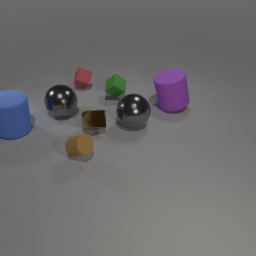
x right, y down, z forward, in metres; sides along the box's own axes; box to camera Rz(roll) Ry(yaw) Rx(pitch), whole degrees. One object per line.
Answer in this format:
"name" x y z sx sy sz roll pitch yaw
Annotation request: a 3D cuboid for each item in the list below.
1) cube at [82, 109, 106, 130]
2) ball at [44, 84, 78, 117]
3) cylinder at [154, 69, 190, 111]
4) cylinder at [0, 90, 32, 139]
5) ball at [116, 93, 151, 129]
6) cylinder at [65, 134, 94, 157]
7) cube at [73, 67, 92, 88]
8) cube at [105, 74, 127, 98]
"cube" -1.327 -0.306 10.881 0.700 0.700 0.700 0 -8 -35
"ball" -2.845 -1.147 11.910 1.400 1.400 1.400 0 33 0
"cylinder" 1.943 -1.684 12.395 1.400 1.400 1.400 -12 34 8
"cylinder" -4.545 -0.532 10.849 1.400 1.400 1.400 3 35 -2
"ball" 0.215 -0.678 11.221 1.400 1.400 1.400 0 33 0
"cylinder" -1.637 0.596 9.422 0.700 0.700 0.700 -13 19 42
"cube" -2.304 -2.554 14.255 0.700 0.700 0.700 14 -14 -23
"cube" -0.574 -1.972 13.104 0.700 0.700 0.700 -24 50 43
